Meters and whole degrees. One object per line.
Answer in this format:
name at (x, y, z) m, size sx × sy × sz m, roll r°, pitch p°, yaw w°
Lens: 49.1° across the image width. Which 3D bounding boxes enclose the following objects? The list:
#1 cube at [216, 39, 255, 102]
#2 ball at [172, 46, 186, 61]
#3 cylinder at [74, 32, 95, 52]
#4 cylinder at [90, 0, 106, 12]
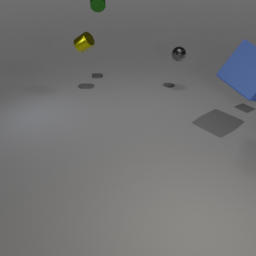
cube at (4.113, -1.855, 9.340) m, size 1.400 × 1.400 × 1.400 m, roll 47°, pitch 27°, yaw 25°
ball at (2.474, -3.606, 13.633) m, size 0.700 × 0.700 × 0.700 m, roll 0°, pitch 30°, yaw 0°
cylinder at (-2.016, -3.941, 12.864) m, size 0.700 × 0.700 × 0.700 m, roll -21°, pitch 17°, yaw 33°
cylinder at (-1.382, -5.774, 12.775) m, size 0.700 × 0.700 × 0.700 m, roll -3°, pitch 52°, yaw -5°
